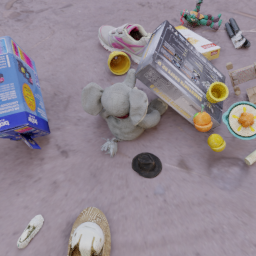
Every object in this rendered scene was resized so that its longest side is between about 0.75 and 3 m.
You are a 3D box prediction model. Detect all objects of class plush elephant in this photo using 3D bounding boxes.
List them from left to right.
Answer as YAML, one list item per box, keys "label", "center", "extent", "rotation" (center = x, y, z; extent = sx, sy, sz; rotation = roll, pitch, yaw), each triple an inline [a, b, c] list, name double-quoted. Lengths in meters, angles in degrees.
- label: "plush elephant"
  center: [-0.125, -0.706, 8.149]
  extent: [2.147, 2.019, 2.607]
  rotation: [17, 51, 15]

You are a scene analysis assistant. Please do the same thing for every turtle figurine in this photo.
- label: "turtle figurine"
  center: [3.168, -5.122, 12.674]
  extent: [2.083, 1.049, 1.560]
  rotation: [17, 65, -6]

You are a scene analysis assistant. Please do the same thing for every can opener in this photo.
- label: "can opener"
  center: [4.719, -4.082, 12.209]
  extent: [0.650, 0.515, 1.955]
  rotation: [22, 43, -29]

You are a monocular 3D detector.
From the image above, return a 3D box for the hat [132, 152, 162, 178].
- label: "hat"
  center: [0.542, 0.943, 7.826]
  extent: [0.890, 0.359, 0.890]
  rotation: [0, 48, 0]

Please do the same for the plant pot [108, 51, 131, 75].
- label: "plant pot"
  center: [-0.393, -2.544, 10.619]
  extent: [0.830, 0.830, 0.781]
  rotation: [-11, 36, -9]

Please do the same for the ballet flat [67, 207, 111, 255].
- label: "ballet flat"
  center: [-0.872, 2.833, 5.793]
  extent: [0.988, 0.915, 2.802]
  rotation: [5, 49, -3]

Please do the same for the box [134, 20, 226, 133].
- label: "box"
  center: [1.777, -1.604, 8.725]
  extent: [2.948, 0.713, 2.335]
  rotation: [36, 50, -19]

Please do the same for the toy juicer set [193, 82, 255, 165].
- label: "toy juicer set"
  center: [3.070, 0.055, 7.743]
  extent: [2.676, 0.728, 1.702]
  rotation: [34, 80, 4]

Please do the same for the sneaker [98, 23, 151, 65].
- label: "sneaker"
  center: [-0.012, -3.659, 11.221]
  extent: [2.886, 1.273, 1.174]
  rotation: [29, 55, 23]

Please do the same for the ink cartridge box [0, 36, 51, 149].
- label: "ink cartridge box"
  center: [-3.088, -0.734, 7.717]
  extent: [1.087, 1.943, 2.848]
  rotation: [-13, 83, 0]

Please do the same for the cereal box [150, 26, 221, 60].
- label: "cereal box"
  center: [2.144, -3.306, 11.218]
  extent: [1.824, 0.501, 2.536]
  rotation: [-21, 44, -20]

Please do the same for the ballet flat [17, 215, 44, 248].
- label: "ballet flat"
  center: [-2.290, 2.408, 6.597]
  extent: [0.311, 0.311, 0.866]
  rotation: [17, 50, 15]

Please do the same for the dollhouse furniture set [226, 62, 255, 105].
- label: "dollhouse furniture set"
  center: [4.091, -1.527, 9.097]
  extent: [1.350, 1.583, 0.773]
  rotation: [-17, 44, 23]
